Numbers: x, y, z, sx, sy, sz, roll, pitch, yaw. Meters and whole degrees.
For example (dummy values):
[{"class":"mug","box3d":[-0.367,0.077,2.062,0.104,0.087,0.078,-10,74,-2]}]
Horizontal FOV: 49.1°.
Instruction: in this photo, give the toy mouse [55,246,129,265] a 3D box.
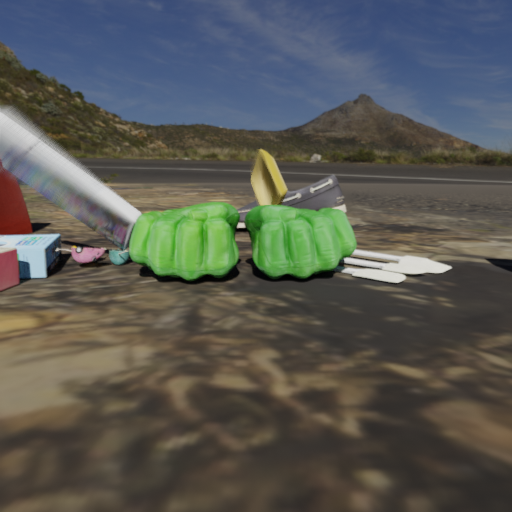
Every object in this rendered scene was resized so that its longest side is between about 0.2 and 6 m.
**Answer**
[{"class":"toy mouse","box3d":[-2.343,0.003,8.471,1.121,0.244,1.261,4,0,30]}]

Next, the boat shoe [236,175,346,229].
[{"class":"boat shoe","box3d":[0.519,-1.272,13.357,3.325,1.043,1.208,-10,6,-15]}]

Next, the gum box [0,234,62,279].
[{"class":"gum box","box3d":[-3.954,-0.001,8.118,1.968,0.438,1.672,-2,9,-11]}]

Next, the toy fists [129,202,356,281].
[{"class":"toy fists","box3d":[-0.176,-0.238,7.701,3.070,1.056,1.565,1,14,-6]}]

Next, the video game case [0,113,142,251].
[{"class":"video game case","box3d":[-2.739,-0.972,8.154,2.272,0.205,1.627,36,-21,-7]}]

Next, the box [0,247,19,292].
[{"class":"box","box3d":[-3.357,0.198,6.710,0.587,0.500,0.918,1,9,8]}]

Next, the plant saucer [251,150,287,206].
[{"class":"plant saucer","box3d":[0.229,-1.132,9.132,0.222,0.917,0.916,-13,-24,-19]}]

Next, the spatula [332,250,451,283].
[{"class":"spatula","box3d":[1.634,0.132,8.363,1.461,0.169,2.101,-15,16,-40]}]

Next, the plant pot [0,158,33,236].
[{"class":"plant pot","box3d":[-6.027,-1.208,11.690,1.925,1.698,1.927,0,10,0]}]
